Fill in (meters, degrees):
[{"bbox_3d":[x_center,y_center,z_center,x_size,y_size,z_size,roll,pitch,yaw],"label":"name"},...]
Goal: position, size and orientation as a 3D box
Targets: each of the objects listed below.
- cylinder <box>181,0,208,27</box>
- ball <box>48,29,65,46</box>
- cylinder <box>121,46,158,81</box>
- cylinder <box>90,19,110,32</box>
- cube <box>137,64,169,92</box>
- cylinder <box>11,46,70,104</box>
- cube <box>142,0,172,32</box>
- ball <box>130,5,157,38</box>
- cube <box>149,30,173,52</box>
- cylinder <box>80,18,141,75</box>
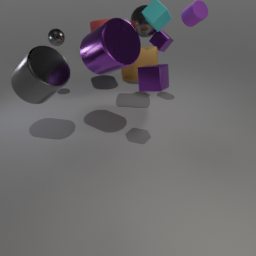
[{"bbox_3d":[2.424,-4.162,10.201,0.700,0.700,0.700,-18,2,-27],"label":"cylinder"},{"bbox_3d":[-2.996,-3.791,11.718,0.700,0.700,0.700,0,31,0],"label":"ball"},{"bbox_3d":[0.507,-2.660,11.685,1.400,1.400,1.400,1,31,10],"label":"cylinder"},{"bbox_3d":[-1.005,-4.272,13.111,1.400,1.400,1.400,-4,15,1],"label":"cylinder"},{"bbox_3d":[0.754,-1.473,8.208,0.700,0.700,0.700,4,20,28],"label":"cube"},{"bbox_3d":[-2.774,-1.649,8.896,1.400,1.400,1.400,-26,8,44],"label":"cylinder"},{"bbox_3d":[1.066,-4.158,10.339,0.700,0.700,0.700,53,13,22],"label":"cube"},{"bbox_3d":[0.794,-4.897,12.884,1.400,1.400,1.400,0,31,0],"label":"ball"},{"bbox_3d":[1.541,-4.033,12.952,0.700,0.700,0.700,47,26,13],"label":"cube"},{"bbox_3d":[-0.557,-2.471,8.675,1.400,1.400,1.400,-25,12,-35],"label":"cylinder"}]
